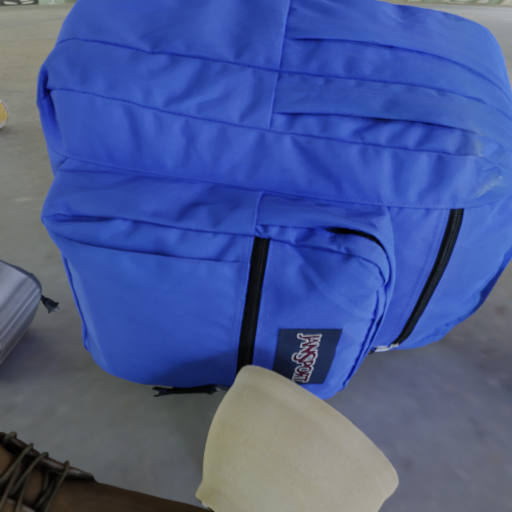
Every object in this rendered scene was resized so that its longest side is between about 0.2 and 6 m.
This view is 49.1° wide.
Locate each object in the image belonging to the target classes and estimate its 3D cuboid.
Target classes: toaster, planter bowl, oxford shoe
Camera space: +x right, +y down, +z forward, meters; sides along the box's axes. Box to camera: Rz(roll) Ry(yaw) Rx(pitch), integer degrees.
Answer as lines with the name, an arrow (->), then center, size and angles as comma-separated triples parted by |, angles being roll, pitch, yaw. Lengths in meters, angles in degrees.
toaster -> -3.753, 0.718, 7.152 | 2.066, 1.174, 1.334 | 26, 34, -10
planter bowl -> 0.196, 1.977, 4.967 | 1.727, 1.727, 1.163 | 24, 61, 35
oxford shoe -> -1.795, 2.229, 4.504 | 3.600, 1.520, 1.308 | 4, 29, 3

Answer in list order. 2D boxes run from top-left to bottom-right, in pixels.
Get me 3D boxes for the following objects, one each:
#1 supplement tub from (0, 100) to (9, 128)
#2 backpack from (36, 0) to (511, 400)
supplement tub -> -7.344, -3.766, 15.228 | 0.890, 0.890, 1.224 | -2, 31, -3
backpack -> 0.444, -0.532, 6.827 | 5.135, 4.173, 4.309 | 4, 55, -1
